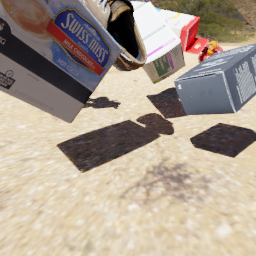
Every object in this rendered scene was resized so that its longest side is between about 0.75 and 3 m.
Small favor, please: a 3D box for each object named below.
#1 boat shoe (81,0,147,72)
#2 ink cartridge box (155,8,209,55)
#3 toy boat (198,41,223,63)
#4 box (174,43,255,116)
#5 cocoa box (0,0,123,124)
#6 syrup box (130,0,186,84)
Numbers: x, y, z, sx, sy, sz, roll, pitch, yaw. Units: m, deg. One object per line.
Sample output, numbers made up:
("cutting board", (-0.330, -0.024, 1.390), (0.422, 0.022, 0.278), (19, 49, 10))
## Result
("boat shoe", (-0.345, -2.312, 5.493), (0.932, 2.580, 0.934), (-45, 26, -17))
("ink cartridge box", (1.596, -3.469, 9.936), (2.430, 0.817, 1.412), (19, 45, 18))
("toy boat", (3.073, -2.825, 10.315), (0.792, 0.794, 1.214), (20, 55, 16))
("box", (1.992, -1.006, 5.816), (1.655, 0.863, 1.225), (-35, 20, -30))
("cocoa box", (-1.698, -1.561, 4.551), (1.801, 1.772, 2.700), (37, 2, 30))
("syrup box", (0.481, -2.823, 8.345), (1.170, 1.131, 2.872), (-30, 62, 6))
